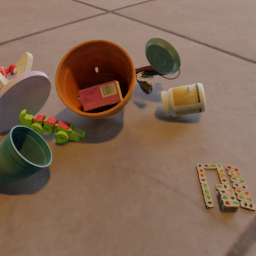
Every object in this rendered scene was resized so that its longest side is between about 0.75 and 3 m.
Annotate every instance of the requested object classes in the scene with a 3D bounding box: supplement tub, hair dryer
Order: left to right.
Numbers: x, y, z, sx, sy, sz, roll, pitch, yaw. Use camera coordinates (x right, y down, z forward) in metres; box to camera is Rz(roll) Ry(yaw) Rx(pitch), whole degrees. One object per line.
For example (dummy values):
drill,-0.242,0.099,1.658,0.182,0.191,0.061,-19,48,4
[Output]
hair dryer,0.439,-2.013,10.512,2.601,0.706,1.981,31,48,33
supplement tub,1.811,-0.897,9.159,1.325,0.959,0.959,-8,39,12

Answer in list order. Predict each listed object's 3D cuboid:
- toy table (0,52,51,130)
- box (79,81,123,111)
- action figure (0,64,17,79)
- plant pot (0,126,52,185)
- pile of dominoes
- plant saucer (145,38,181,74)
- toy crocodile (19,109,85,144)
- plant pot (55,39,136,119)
toy table,-3.510,-1.173,8.682,2.243,2.062,1.314,-38,61,5
box,-0.779,-1.004,8.621,1.130,0.621,1.285,-15,6,4
action figure,-4.720,-1.154,9.104,0.735,0.931,2.845,45,74,-6
plant pot,-2.736,0.774,6.911,1.155,1.229,1.229,-39,40,15
pile of dominoes,2.463,1.408,7.103,1.188,0.243,1.525,0,40,-1
plant saucer,1.110,-2.351,9.422,1.424,1.424,0.195,28,63,29
toy crocodile,-2.253,-0.047,8.357,1.971,0.609,0.665,17,32,-3
plant pot,-0.852,-1.303,8.747,2.342,1.639,2.342,-2,78,7
